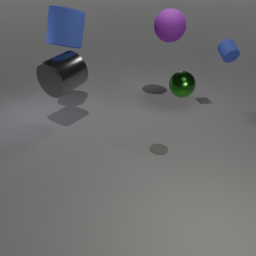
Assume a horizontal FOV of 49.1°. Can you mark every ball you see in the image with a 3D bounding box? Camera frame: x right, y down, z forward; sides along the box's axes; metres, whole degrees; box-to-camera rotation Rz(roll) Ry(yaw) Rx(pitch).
[{"bbox_3d":[1.844,-4.489,12.293,1.400,1.400,1.400,0,29,0],"label":"ball"},{"bbox_3d":[1.439,-1.159,7.430,0.700,0.700,0.700,0,29,0],"label":"ball"}]

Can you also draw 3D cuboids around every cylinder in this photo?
[{"bbox_3d":[4.162,-3.198,11.603,0.700,0.700,0.700,-6,58,-11],"label":"cylinder"},{"bbox_3d":[-2.483,-2.050,10.656,1.400,1.400,1.400,18,41,30],"label":"cylinder"},{"bbox_3d":[-2.468,-3.967,11.090,1.400,1.400,1.400,9,16,-3],"label":"cylinder"}]
